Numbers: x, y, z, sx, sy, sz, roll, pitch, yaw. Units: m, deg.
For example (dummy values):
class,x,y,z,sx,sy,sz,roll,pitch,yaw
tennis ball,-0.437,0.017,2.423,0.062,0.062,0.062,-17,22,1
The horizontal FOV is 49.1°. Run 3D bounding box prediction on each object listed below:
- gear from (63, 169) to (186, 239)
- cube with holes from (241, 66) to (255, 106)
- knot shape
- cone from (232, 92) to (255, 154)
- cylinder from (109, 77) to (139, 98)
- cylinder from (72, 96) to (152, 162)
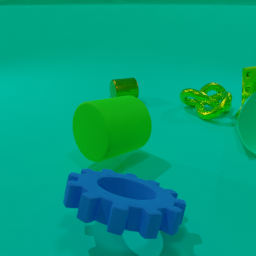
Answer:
class,x,y,z,sx,sy,sz,roll,pitch,yaw
gear,-0.047,0.998,4.013,1.685,0.312,1.685,13,5,-1
cube with holes,3.954,-1.034,7.493,1.209,1.209,1.209,-3,6,-29
knot shape,2.444,-0.843,8.194,1.504,0.743,1.607,-18,31,-34
cone,2.876,-0.178,6.648,1.479,1.479,1.484,-5,6,-10
cylinder,-0.129,-1.206,8.950,0.752,0.752,0.752,-9,27,-19
cylinder,-0.315,-0.018,5.570,1.152,1.152,1.152,-14,28,-43
